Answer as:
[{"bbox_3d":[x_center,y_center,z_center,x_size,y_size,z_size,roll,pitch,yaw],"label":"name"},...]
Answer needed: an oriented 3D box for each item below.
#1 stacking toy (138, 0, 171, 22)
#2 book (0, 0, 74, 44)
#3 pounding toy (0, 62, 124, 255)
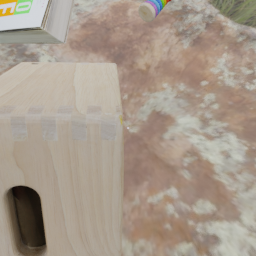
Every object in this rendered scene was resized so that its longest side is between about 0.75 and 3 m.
[{"bbox_3d":[0.710,-2.980,6.662,0.460,0.460,1.076,29,61,21],"label":"stacking toy"},{"bbox_3d":[-1.861,-2.210,4.758,2.207,0.530,1.474,9,83,31],"label":"book"},{"bbox_3d":[-1.008,0.749,3.172,1.823,2.565,2.361,0,23,-4],"label":"pounding toy"}]
